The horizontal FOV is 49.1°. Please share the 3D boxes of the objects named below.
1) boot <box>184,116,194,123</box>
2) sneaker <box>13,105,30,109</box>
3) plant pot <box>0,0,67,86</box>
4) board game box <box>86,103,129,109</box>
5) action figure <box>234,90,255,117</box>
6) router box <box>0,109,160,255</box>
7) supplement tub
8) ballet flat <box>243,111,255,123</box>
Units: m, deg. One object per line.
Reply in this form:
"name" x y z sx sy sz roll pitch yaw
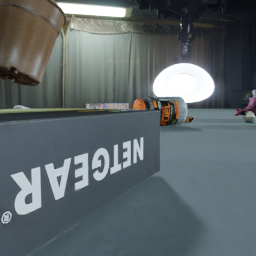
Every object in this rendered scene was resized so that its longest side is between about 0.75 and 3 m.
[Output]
"boot" 1.953 -0.525 11.779 1.584 0.542 1.491 3 5 21
"sneaker" -3.126 -0.343 9.592 1.826 0.662 1.041 15 8 36
"plant pot" -2.995 -2.405 7.750 2.112 2.091 2.112 12 -8 2
"board game box" -0.941 -0.721 12.583 1.264 0.768 1.586 -4 6 -39
"action figure" 6.122 -0.726 12.958 2.334 1.563 1.738 -11 46 9
"router box" -1.151 0.204 2.271 2.101 0.698 2.672 2 5 25
"supplement tub" 1.075 -0.580 9.555 1.672 1.024 1.024 -3 6 -19
"ballet flat" 4.941 -0.452 11.431 0.467 0.441 1.385 0 5 16
